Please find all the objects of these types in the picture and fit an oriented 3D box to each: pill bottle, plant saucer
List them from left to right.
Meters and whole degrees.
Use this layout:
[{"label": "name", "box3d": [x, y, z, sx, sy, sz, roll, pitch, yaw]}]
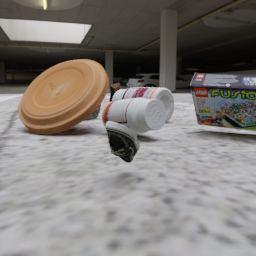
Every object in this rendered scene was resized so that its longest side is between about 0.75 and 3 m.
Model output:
[{"label": "plant saucer", "box3d": [-1.944, -1.067, 8.149, 2.824, 0.456, 2.824, -12, 47, 14]}, {"label": "pill bottle", "box3d": [0.129, -0.305, 7.150, 0.897, 0.897, 1.638, -7, 5, -40]}, {"label": "pill bottle", "box3d": [0.499, -0.883, 10.383, 1.246, 1.246, 2.182, -8, 12, -44]}]

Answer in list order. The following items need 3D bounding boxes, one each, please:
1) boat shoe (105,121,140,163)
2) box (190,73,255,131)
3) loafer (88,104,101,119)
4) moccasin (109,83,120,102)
[{"label": "boat shoe", "box3d": [-0.066, 0.223, 3.746, 0.364, 0.328, 1.029, 14, -17, 22]}, {"label": "box", "box3d": [3.097, -0.589, 6.961, 2.868, 1.578, 0.498, 8, 54, 29]}, {"label": "loafer", "box3d": [-2.207, -0.879, 10.256, 1.034, 1.037, 2.964, 16, 0, 32]}, {"label": "moccasin", "box3d": [-0.542, -1.398, 12.618, 0.544, 1.410, 0.516, -27, 47, -29]}]
